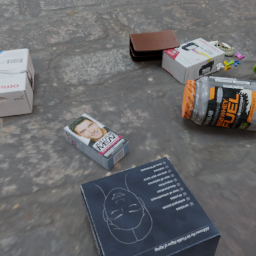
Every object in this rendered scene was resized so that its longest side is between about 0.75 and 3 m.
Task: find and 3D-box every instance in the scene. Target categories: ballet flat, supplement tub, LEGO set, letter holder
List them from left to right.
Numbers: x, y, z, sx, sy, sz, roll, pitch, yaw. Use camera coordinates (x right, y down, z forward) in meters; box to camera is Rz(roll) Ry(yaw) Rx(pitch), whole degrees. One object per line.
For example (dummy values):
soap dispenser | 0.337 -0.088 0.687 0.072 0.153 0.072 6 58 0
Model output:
letter holder | 1.126 -3.378 12.102 1.949 0.980 1.385 -8 48 -7
ballet flat | 4.157 -3.737 12.803 1.476 0.460 0.498 29 53 25
supplement tub | 3.170 -0.822 9.166 2.632 1.613 1.613 6 46 6
LEGO set | 4.018 -2.599 11.115 1.083 0.413 0.445 -26 53 13

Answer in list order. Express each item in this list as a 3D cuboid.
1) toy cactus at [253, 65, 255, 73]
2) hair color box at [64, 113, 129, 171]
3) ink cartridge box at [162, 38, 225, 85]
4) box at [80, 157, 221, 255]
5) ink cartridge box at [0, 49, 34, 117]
toy cactus | 5.643 -1.494 10.222 2.311 1.432 2.801 -37 66 -19
hair color box | -0.992 0.388 8.737 1.908 0.579 0.945 31 54 27
ink cartridge box | 2.685 -2.825 11.635 2.067 0.856 1.506 -25 50 -21
box | 0.375 2.168 6.305 2.312 1.433 2.273 -16 40 -14
ink cartridge box | -4.585 -1.679 10.348 1.939 1.119 2.673 -8 47 -8
